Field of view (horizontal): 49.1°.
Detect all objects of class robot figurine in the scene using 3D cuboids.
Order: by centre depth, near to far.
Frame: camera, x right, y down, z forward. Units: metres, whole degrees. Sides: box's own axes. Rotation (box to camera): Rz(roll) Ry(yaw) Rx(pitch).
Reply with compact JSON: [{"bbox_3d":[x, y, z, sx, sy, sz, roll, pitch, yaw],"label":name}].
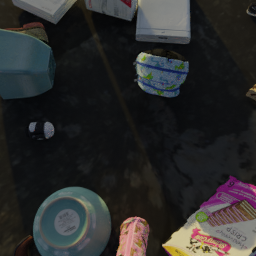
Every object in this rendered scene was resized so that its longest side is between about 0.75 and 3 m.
[{"bbox_3d":[-2.662,0.090,8.448,0.846,0.528,0.636,-3,69,-1],"label":"robot figurine"}]

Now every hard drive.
[{"bbox_3d":[1.345,-4.491,10.548,1.933,0.391,2.930,4,66,2],"label":"hard drive"}]

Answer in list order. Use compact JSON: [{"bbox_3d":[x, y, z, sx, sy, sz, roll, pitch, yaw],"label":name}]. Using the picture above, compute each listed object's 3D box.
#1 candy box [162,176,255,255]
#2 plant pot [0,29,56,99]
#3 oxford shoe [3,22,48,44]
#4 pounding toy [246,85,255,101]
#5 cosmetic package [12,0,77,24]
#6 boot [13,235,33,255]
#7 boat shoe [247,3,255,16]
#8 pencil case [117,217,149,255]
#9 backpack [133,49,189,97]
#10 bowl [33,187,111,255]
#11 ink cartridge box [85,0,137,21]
[{"bbox_3d":[2.392,2.538,6.651,2.677,1.825,0.816,-41,117,-16],"label":"candy box"},{"bbox_3d":[-3.189,-1.934,8.796,1.641,1.606,1.611,2,66,-3],"label":"plant pot"},{"bbox_3d":[-3.855,-2.924,9.658,2.209,0.778,0.826,-25,74,-10],"label":"oxford shoe"},{"bbox_3d":[4.402,-1.029,8.954,0.590,0.588,1.028,-39,52,-16],"label":"pounding toy"},{"bbox_3d":[-3.187,-4.998,10.699,2.013,0.520,1.517,28,67,11],"label":"cosmetic package"},{"bbox_3d":[-2.385,3.472,7.004,1.214,0.416,1.142,28,69,11],"label":"boot"},{"bbox_3d":[5.158,-4.416,10.520,1.253,0.378,0.463,16,67,7],"label":"boat shoe"},{"bbox_3d":[0.069,2.890,6.462,0.821,1.899,0.786,41,109,-7],"label":"pencil case"},{"bbox_3d":[1.008,-1.693,8.336,1.740,2.134,1.640,16,91,-5],"label":"backpack"},{"bbox_3d":[-1.510,2.427,7.093,2.108,1.103,2.108,0,66,1],"label":"bowl"},{"bbox_3d":[-0.621,-4.847,10.181,1.831,1.330,0.764,19,67,8],"label":"ink cartridge box"}]
